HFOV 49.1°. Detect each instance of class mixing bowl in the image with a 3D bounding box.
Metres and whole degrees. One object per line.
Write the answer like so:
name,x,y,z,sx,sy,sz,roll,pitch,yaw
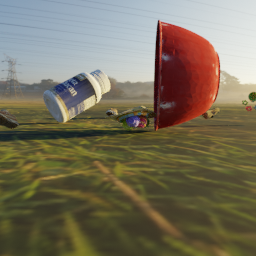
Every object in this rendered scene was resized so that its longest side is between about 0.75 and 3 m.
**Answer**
mixing bowl,1.457,-1.317,7.257,1.514,2.796,2.796,1,6,2

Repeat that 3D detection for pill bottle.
pill bottle,-1.821,-1.271,10.345,2.297,1.276,1.276,-35,23,-27

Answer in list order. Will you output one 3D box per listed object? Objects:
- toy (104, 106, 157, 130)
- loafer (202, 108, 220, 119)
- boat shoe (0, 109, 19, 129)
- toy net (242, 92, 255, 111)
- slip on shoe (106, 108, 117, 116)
toy,0.187,-0.153,6.662,0.902,0.370,1.566,-17,-7,19
loafer,2.727,-0.465,9.221,0.819,0.276,0.312,-15,-3,-33
boat shoe,-2.612,-0.238,5.830,0.298,0.282,0.787,-23,-26,7
toy net,4.474,-0.663,9.597,0.616,1.175,0.227,-41,-23,17
slip on shoe,-0.682,-0.729,13.028,0.481,0.383,1.266,44,-10,-11
